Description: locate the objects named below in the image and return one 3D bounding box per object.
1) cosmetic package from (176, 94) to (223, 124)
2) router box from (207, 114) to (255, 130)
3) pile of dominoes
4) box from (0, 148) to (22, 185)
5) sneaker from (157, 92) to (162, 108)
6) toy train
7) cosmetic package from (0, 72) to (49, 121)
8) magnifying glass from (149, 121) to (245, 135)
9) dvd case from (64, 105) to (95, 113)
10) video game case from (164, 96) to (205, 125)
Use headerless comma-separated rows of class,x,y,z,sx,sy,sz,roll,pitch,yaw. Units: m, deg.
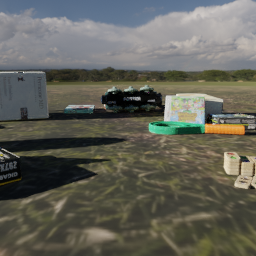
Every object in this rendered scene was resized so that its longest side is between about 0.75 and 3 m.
cosmetic package,2.808,-0.842,11.452,1.397,0.944,2.656,0,11,0
router box,3.547,-0.228,9.640,1.373,0.427,1.029,-1,11,-4
pile of dominoes,2.825,0.710,5.066,2.007,0.320,1.564,2,11,10
box,-2.977,0.670,4.960,1.832,0.452,1.463,11,17,44
sneaker,1.386,-1.537,15.609,0.993,0.831,2.244,2,2,8
toy train,0.141,-1.360,13.843,2.946,1.255,1.679,-3,-1,-3
cosmetic package,-4.601,-1.380,11.691,2.304,1.899,1.901,-5,12,-19
magnifying glass,2.107,0.024,8.826,2.898,0.325,1.154,1,10,13
dvd case,-2.385,-0.952,14.001,1.389,0.209,1.903,-1,10,-4
video game case,1.982,-0.578,9.800,1.366,1.243,0.151,2,-26,11
